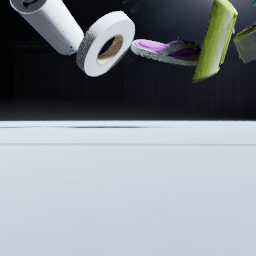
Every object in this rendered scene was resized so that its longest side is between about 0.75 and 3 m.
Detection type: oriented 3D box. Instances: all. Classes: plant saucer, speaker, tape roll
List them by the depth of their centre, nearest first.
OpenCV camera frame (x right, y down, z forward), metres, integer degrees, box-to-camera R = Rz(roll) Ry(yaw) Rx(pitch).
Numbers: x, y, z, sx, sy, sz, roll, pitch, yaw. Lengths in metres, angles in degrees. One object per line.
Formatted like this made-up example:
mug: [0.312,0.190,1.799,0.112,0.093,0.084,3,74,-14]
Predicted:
speaker: [-2.284,-3.248,8.427,1.146,1.146,2.821,0,-7,9]
plant saucer: [2.816,-2.731,8.745,0.584,2.434,2.437,19,27,18]
tape roll: [-0.671,-2.572,8.776,0.398,2.177,2.177,46,16,14]

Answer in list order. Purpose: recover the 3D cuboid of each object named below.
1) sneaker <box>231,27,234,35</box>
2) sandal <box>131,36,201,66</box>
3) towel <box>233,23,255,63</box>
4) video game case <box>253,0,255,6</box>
sneaker: [3.617,-3.672,10.470,0.382,0.364,0.964,-18,34,-4]
sandal: [1.532,-2.638,9.220,2.912,0.716,1.185,9,39,7]
towel: [4.531,-2.936,8.952,2.087,0.360,1.383,-21,-33,24]
video game case: [3.911,-3.840,7.582,0.945,1.043,0.237,2,2,-7]
